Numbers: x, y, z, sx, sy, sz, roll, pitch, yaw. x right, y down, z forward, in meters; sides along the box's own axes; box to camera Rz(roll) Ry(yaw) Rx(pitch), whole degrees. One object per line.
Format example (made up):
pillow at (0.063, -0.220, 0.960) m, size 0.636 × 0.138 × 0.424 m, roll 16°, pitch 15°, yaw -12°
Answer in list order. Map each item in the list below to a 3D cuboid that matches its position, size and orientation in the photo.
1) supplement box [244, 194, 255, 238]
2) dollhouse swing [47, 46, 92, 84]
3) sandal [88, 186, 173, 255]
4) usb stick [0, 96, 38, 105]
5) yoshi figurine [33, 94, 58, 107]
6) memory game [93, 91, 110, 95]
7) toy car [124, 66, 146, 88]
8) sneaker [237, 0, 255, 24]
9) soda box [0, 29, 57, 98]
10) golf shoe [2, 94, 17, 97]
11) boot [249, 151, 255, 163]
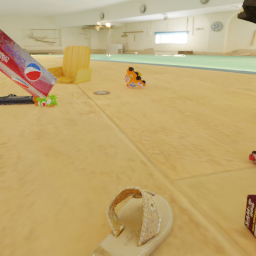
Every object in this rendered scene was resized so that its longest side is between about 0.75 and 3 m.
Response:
supplement box at (2.322, 1.451, 3.313) m, size 1.001 × 0.560 × 1.840 m, roll -3°, pitch 19°, yaw -7°
dollhouse swing at (-3.756, -4.053, 17.708) m, size 2.460 × 2.162 × 2.235 m, roll 10°, pitch 20°, yaw 27°
sandal at (0.075, 1.192, 3.770) m, size 0.860 × 0.771 × 2.345 m, roll 8°, pitch 20°, yaw 23°
usb stick at (-4.743, -1.179, 11.821) m, size 1.919 × 0.313 × 0.532 m, roll -2°, pitch 18°, yaw -8°
yoshi figurine at (-3.313, -1.152, 11.436) m, size 0.981 × 0.549 × 0.551 m, roll 6°, pitch 12°, yaw 8°
memory game at (-1.314, -1.754, 14.012) m, size 0.886 × 0.056 × 0.886 m, roll 0°, pitch 19°, yaw 0°
toy car at (0.501, -2.669, 16.304) m, size 0.952 × 1.403 × 2.860 m, roll -41°, pitch -8°, yaw 11°
sneaker at (3.000, -2.749, 5.636) m, size 1.070 × 1.236 × 2.984 m, roll 24°, pitch 19°, yaw 11°
soda box at (-2.392, -1.364, 6.006) m, size 0.608 × 0.551 × 1.738 m, roll 9°, pitch -24°, yaw 43°
golf shoe at (-5.310, -1.346, 12.392) m, size 0.343 × 0.301 × 0.779 m, roll 7°, pitch 17°, yaw 41°
boot at (3.017, 0.720, 5.914) m, size 0.767 × 0.385 × 1.063 m, roll 2°, pitch 10°, yaw 7°
